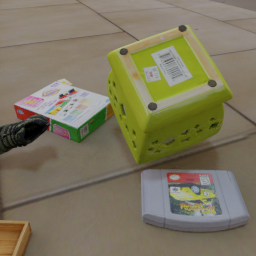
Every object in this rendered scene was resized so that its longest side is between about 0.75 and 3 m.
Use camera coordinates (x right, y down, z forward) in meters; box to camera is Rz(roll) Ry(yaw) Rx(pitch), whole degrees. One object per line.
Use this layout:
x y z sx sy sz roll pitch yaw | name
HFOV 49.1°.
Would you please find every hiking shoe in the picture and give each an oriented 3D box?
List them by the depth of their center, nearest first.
-3.153 0.203 7.774 2.018 0.764 1.016 -31 16 -16 | hiking shoe

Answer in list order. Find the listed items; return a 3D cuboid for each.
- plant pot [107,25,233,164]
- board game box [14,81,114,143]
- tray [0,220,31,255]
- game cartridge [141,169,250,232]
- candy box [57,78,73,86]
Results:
1.005 -0.972 7.632 2.758 2.515 2.772 -21 68 -7 | plant pot
-2.276 -0.726 10.308 2.944 0.594 2.253 20 40 25 | board game box
-3.272 2.500 6.003 2.063 0.382 1.018 2 35 2 | tray
1.588 1.756 6.986 2.508 0.513 1.669 0 40 1 | game cartridge
-2.826 -2.001 12.529 0.388 0.100 0.759 -23 42 -33 | candy box
